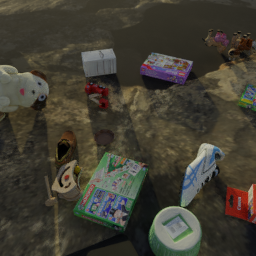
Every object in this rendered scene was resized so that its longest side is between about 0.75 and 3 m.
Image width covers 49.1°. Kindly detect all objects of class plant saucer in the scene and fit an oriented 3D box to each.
[{"bbox_3d":[-0.918,0.385,10.903,0.819,0.150,0.819,-3,46,3],"label":"plant saucer"}]

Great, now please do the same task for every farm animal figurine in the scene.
[{"bbox_3d":[5.611,-4.393,15.030,2.517,1.327,2.545,-18,39,-34],"label":"farm animal figurine"}]

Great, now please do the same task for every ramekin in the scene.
[{"bbox_3d":[1.346,2.975,7.906,1.498,0.732,1.498,0,45,0],"label":"ramekin"}]

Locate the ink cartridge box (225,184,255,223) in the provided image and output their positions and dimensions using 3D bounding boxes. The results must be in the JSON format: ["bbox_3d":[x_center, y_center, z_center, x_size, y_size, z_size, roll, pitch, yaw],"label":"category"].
[{"bbox_3d":[4.147,2.380,8.644,2.071,0.521,1.128,13,46,11],"label":"ink cartridge box"}]

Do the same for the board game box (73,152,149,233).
[{"bbox_3d":[-0.469,1.983,9.170,1.653,0.358,2.457,15,47,15],"label":"board game box"}]

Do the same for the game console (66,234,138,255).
[{"bbox_3d":[-0.720,4.185,7.055,2.469,1.437,2.171,-17,77,-16],"label":"game console"}]

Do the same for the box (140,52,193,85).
[{"bbox_3d":[1.953,-3.046,14.148,2.286,0.447,1.564,18,48,17],"label":"box"}]

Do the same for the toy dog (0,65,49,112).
[{"bbox_3d":[-4.870,-1.538,11.783,2.982,2.891,2.081,4,89,3],"label":"toy dog"}]

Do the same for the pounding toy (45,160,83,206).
[{"bbox_3d":[-1.979,1.681,8.884,0.947,0.950,1.656,-12,40,24],"label":"pounding toy"}]

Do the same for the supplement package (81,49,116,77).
[{"bbox_3d":[-1.444,-3.269,14.038,1.583,0.928,0.925,-10,46,-10],"label":"supplement package"}]

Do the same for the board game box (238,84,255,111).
[{"bbox_3d":[6.147,-1.152,12.355,2.141,0.312,1.441,23,49,21],"label":"board game box"}]

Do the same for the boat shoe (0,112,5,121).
[{"bbox_3d":[-5.800,-0.393,11.467,1.448,0.481,0.536,-26,51,-24],"label":"boat shoe"}]

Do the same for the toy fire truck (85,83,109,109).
[{"bbox_3d":[-1.409,-1.490,12.651,1.496,0.365,1.055,19,48,18],"label":"toy fire truck"}]

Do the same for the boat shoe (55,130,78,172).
[{"bbox_3d":[-2.256,0.691,10.264,0.679,0.642,1.888,-2,45,-2],"label":"boat shoe"}]

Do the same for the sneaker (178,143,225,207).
[{"bbox_3d":[2.415,1.520,9.225,0.966,0.958,2.667,21,50,25],"label":"sneaker"}]
